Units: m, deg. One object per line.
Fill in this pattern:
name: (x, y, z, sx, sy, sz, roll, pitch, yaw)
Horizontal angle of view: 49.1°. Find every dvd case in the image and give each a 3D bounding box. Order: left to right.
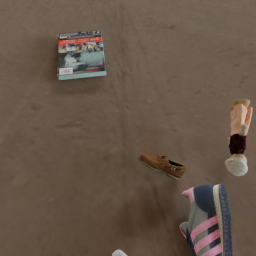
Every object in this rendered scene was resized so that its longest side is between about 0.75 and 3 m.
dvd case: (-1.614, -2.570, 9.648, 1.585, 0.239, 2.171, -7, 54, -4)

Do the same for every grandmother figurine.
grandmother figurine: (2.819, 0.244, 7.113, 0.594, 1.189, 1.960, 5, 69, 16)

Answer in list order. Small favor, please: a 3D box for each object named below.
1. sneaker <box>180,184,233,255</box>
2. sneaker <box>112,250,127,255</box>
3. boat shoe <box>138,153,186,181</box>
sneaker: (1.671, 2.542, 6.107, 1.069, 0.914, 2.607, -9, 58, 31)
sneaker: (0.097, 3.610, 5.317, 1.290, 0.843, 2.244, -38, 64, -17)
boat shoe: (0.871, 0.866, 7.033, 1.245, 0.423, 0.448, 25, 23, -14)
